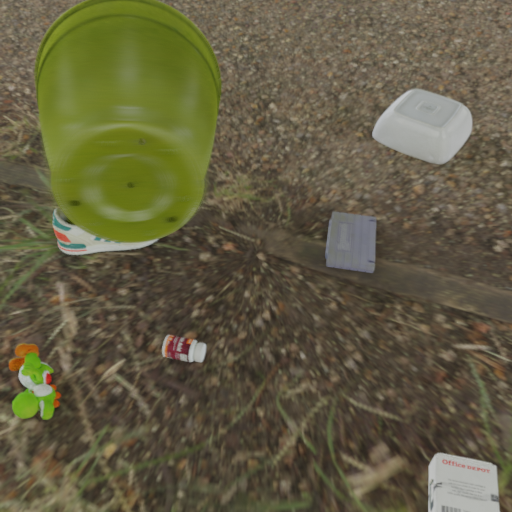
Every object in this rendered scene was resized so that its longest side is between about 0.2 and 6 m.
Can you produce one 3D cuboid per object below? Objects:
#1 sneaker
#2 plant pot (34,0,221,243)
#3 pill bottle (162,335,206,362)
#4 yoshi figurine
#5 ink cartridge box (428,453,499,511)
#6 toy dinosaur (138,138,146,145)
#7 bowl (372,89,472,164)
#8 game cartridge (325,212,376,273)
[{"bbox_3d":[-2.673,-0.655,10.324,2.146,1.003,0.755,-10,48,-8],"label":"sneaker"},{"bbox_3d":[-2.118,-2.065,9.378,3.416,3.416,3.289,-6,43,-6],"label":"plant pot"},{"bbox_3d":[-1.134,1.474,8.840,0.624,0.356,0.356,9,49,8],"label":"pill bottle"},{"bbox_3d":[-3.403,1.920,8.303,0.671,0.674,1.199,-33,57,-7],"label":"yoshi figurine"},{"bbox_3d":[2.657,3.208,7.203,0.792,0.457,1.089,9,49,8],"label":"ink cartridge box"},{"bbox_3d":[-3.162,-2.810,12.214,1.935,0.459,0.853,39,55,-25],"label":"toy dinosaur"},{"bbox_3d":[3.827,-3.077,12.727,1.924,0.718,1.921,28,53,25],"label":"bowl"},{"bbox_3d":[1.777,-0.272,10.477,0.891,0.264,1.375,5,46,9],"label":"game cartridge"}]
